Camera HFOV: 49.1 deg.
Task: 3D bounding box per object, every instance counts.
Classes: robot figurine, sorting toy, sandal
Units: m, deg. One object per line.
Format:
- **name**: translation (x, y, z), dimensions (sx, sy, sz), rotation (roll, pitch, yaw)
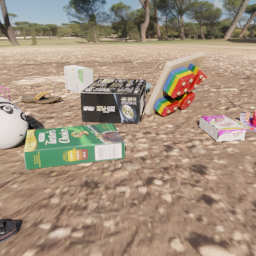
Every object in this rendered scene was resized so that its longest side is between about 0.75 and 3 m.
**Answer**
- **robot figurine**: translation (-3.655, -0.219, 7.948), dimensions (1.563, 1.298, 2.080), rotation (-26, 31, -30)
- **sorting toy**: translation (1.940, -1.464, 10.294), dimensions (2.250, 2.264, 0.788), rotation (-25, 60, -39)
- **sandal**: translation (-3.792, -1.369, 12.173), dimensions (1.823, 0.498, 0.745), rotation (6, 21, 15)

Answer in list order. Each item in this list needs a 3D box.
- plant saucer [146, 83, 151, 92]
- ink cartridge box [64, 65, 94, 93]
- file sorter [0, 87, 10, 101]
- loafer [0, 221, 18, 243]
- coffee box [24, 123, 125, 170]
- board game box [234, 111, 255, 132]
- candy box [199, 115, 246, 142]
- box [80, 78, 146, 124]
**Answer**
- **plant saucer**: translation (-0.073, -1.908, 13.720), dimensions (2.388, 0.429, 2.388), rotation (0, 20, 0)
- **ink cartridge box**: translation (-2.455, -2.431, 14.002), dimensions (0.721, 1.198, 1.648), rotation (-19, 27, -40)
- **file sorter**: translation (-5.006, -0.803, 9.894), dimensions (1.153, 1.041, 1.660), rotation (0, 21, -1)
- **loafer**: translation (-2.291, 1.645, 4.362), dimensions (1.066, 0.336, 0.383), rotation (-10, 23, -25)
- **coffee box**: translation (-1.410, 0.414, 7.350), dimensions (2.436, 0.536, 1.498), rotation (-5, 21, -13)
- **board game box**: translation (4.661, -0.290, 9.482), dimensions (1.908, 0.371, 1.507), rotation (-9, 22, -22)
- **candy box**: translation (2.894, -0.014, 8.695), dimensions (0.896, 0.401, 1.314), rotation (-3, 21, -10)
- **box**: translation (-0.433, -1.093, 10.567), dimensions (2.082, 1.095, 2.543), rotation (3, 21, 7)
